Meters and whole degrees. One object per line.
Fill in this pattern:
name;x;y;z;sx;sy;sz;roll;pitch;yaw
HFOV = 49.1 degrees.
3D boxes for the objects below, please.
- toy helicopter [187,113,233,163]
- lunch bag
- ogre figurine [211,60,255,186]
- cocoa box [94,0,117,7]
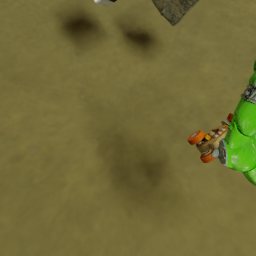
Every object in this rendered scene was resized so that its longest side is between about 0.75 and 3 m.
toy helicopter;1.655;0.051;4.580;0.843;1.275;0.503;-40;96;-36
lunch bag;1.246;-3.555;6.925;1.285;1.532;1.068;41;69;-8
ogre figurine;1.746;0.253;2.905;1.882;1.128;0.923;26;23;-30
cocoa box;-0.671;-4.020;7.180;0.917;0.932;1.398;-28;96;21
